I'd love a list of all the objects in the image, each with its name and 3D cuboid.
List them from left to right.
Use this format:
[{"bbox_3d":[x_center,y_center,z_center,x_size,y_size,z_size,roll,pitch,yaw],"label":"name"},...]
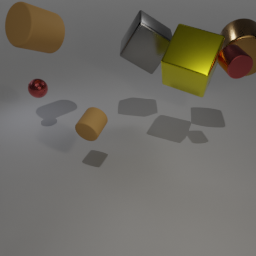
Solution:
[{"bbox_3d":[-3.097,-3.313,9.397,1.400,1.400,1.400,19,15,30],"label":"cylinder"},{"bbox_3d":[-3.266,-1.439,10.162,0.700,0.700,0.700,0,30,0],"label":"ball"},{"bbox_3d":[-1.025,-0.111,7.909,0.700,0.700,0.700,12,47,20],"label":"cylinder"},{"bbox_3d":[0.657,-3.099,10.127,1.400,1.400,1.400,26,35,-18],"label":"cube"},{"bbox_3d":[1.914,-2.005,8.477,1.400,1.400,1.400,22,76,15],"label":"cube"},{"bbox_3d":[2.901,-1.808,7.614,0.700,0.700,0.700,-5,40,-8],"label":"cylinder"},{"bbox_3d":[3.713,-2.625,9.124,1.400,1.400,1.400,6,43,10],"label":"cylinder"}]
